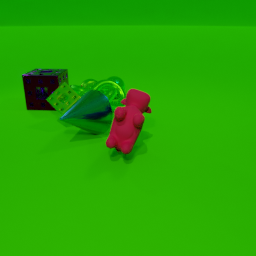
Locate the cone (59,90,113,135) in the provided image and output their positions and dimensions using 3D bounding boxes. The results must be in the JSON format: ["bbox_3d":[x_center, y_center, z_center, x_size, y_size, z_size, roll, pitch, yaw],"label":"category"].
[{"bbox_3d":[-1.239,-0.304,7.042,1.219,1.219,1.223,16,20,34],"label":"cone"}]

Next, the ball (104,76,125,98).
[{"bbox_3d":[-0.530,-1.578,10.863,0.853,0.853,0.853,0,22,0],"label":"ball"}]

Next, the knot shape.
[{"bbox_3d":[-0.872,-1.029,9.360,1.912,0.944,2.043,-17,28,-36],"label":"knot shape"}]

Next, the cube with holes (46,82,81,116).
[{"bbox_3d":[-1.759,-0.727,8.223,0.730,0.730,0.730,-45,69,-5],"label":"cube with holes"}]

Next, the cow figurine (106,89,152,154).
[{"bbox_3d":[0.036,-0.161,6.479,0.818,1.490,1.466,20,7,4],"label":"cow figurine"}]

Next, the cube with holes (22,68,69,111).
[{"bbox_3d":[-2.829,-1.381,9.875,1.205,1.205,1.205,2,22,4],"label":"cube with holes"}]

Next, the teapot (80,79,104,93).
[{"bbox_3d":[-1.384,-1.364,10.478,1.420,0.883,0.695,4,-7,-30],"label":"teapot"}]
